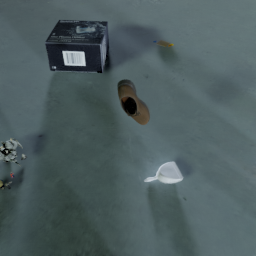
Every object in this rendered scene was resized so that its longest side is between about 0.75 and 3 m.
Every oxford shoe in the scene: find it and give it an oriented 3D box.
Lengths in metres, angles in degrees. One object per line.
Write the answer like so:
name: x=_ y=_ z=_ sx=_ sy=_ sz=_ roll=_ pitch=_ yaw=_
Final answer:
oxford shoe: x=0.142 y=-0.509 z=7.715 sx=0.608 sy=1.674 sz=0.707 roll=-17 pitch=50 yaw=21

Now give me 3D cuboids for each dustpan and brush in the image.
dustpan and brush: x=1.021 y=1.441 z=8.524 sx=1.113 sy=0.319 sz=0.777 roll=-5 pitch=38 yaw=-15

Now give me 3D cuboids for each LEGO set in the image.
LEGO set: x=-3.882 y=0.967 z=8.761 sx=1.327 sy=0.579 sz=2.043 roll=-16 pitch=46 yaw=-16

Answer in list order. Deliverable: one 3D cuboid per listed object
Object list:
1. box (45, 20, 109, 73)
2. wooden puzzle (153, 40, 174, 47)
box: x=-2.267 y=-3.879 z=13.169 sx=2.477 sy=1.479 sz=2.519 roll=3 pitch=42 yaw=2
wooden puzzle: x=1.851 y=-4.426 z=14.727 sx=0.968 sy=0.113 sz=0.653 roll=32 pitch=48 yaw=28
